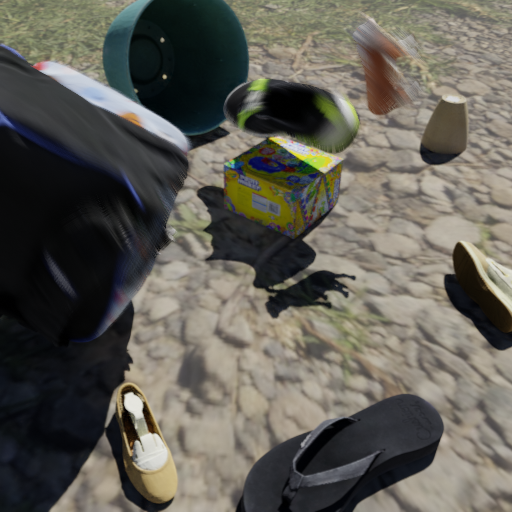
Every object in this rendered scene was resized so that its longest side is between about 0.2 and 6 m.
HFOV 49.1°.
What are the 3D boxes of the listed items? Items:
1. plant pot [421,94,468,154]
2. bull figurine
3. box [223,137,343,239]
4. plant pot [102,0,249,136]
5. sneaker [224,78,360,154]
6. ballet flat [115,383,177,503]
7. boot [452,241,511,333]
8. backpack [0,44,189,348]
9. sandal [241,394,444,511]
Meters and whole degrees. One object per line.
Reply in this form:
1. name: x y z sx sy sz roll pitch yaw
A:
1. plant pot: 4.419 -3.075 12.856 1.056 1.128 1.056 0 39 0
2. bull figurine: 2.074 -3.030 8.907 0.943 1.554 0.506 -7 34 12
3. box: 0.515 -1.379 10.790 1.677 1.023 1.615 25 44 28
4. plant pot: -2.179 -4.654 13.445 3.188 3.188 2.558 -26 31 -29
5. sneaker: 0.416 -2.829 10.233 3.327 1.193 1.378 23 1 42
6. ballet flat: -1.379 2.176 6.689 0.545 0.501 1.589 -15 41 -24
7. boot: 4.076 0.360 8.896 1.368 0.638 1.769 -11 45 -12
8. backpack: -2.800 -0.644 7.642 3.713 3.536 2.860 32 36 5
9. sandal: 0.991 2.268 6.501 2.768 0.593 1.052 -23 44 -26
